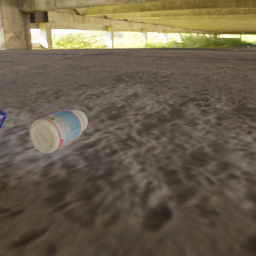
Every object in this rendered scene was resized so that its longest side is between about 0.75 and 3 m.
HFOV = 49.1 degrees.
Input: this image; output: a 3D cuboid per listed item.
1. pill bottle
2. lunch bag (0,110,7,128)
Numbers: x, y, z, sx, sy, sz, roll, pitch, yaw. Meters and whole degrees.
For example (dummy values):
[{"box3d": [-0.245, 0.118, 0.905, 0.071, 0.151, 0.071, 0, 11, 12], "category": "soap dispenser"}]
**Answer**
[{"box3d": [-1.365, 0.005, 5.776, 0.671, 0.671, 1.234, 8, 20, 22], "category": "pill bottle"}, {"box3d": [-3.885, -0.302, 5.550, 2.194, 1.032, 1.652, 38, 33, 13], "category": "lunch bag"}]
